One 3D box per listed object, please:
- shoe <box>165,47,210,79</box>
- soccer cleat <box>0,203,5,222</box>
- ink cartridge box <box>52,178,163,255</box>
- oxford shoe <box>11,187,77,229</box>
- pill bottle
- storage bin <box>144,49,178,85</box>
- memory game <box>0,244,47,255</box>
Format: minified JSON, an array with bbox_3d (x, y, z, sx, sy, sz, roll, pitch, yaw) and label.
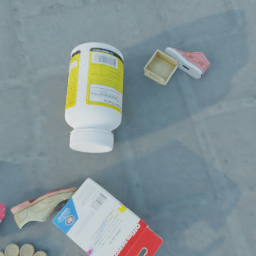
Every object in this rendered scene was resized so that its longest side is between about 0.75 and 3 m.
[{"bbox_3d":[1.833,-2.142,8.635,1.383,0.494,0.629,38,69,10],"label":"shoe"},{"bbox_3d":[-3.507,2.491,7.271,0.410,0.357,1.071,-8,66,41],"label":"soccer cleat"},{"bbox_3d":[-0.480,2.547,7.036,2.395,0.805,1.391,37,77,10],"label":"ink cartridge box"},{"bbox_3d":[-2.109,2.056,7.335,1.779,0.630,0.657,-23,80,3],"label":"oxford shoe"},{"bbox_3d":[-0.913,-0.772,7.651,1.521,1.521,2.733,2,73,1],"label":"pill bottle"},{"bbox_3d":[1.012,-1.837,8.576,0.785,0.370,0.790,32,76,9],"label":"storage bin"},{"bbox_3d":[-2.780,3.867,7.003,1.883,0.120,1.883,0,74,1],"label":"memory game"}]
